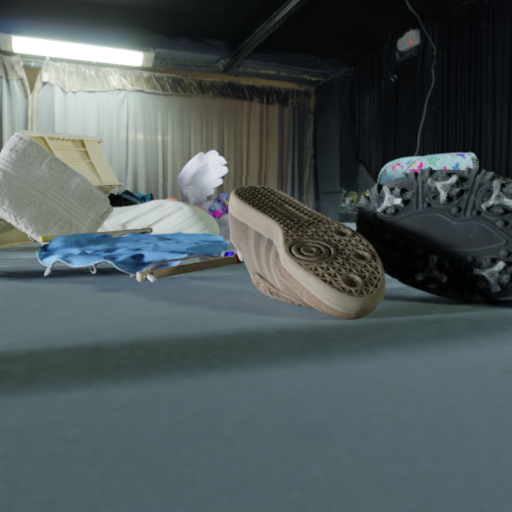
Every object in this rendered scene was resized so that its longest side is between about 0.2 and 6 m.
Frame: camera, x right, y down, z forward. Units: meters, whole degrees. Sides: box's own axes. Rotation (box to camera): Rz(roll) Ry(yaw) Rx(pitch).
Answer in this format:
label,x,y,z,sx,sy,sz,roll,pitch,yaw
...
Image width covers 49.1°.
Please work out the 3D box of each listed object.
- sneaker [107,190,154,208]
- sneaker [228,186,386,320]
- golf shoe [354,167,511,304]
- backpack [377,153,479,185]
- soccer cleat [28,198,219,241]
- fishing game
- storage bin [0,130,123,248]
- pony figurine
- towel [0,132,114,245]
label,x,y,z,sx,sy,sz,roll,pitch,yaw
sneaker,-2.987,-0.732,11.342,1.092,1.222,2.982,2,5,19
sneaker,0.365,0.076,4.679,0.719,0.771,2.042,-10,31,-21
golf shoe,2.331,-0.060,4.832,2.929,1.139,1.384,8,-5,27
backpack,4.131,-1.396,13.606,2.461,2.185,1.853,-2,-9,14
soccer cleat,-2.196,-0.383,9.312,3.113,1.079,1.207,7,35,5
fishing game,-1.399,0.013,6.540,2.234,0.485,3.120,-9,13,-39
storage bin,-4.293,-1.210,10.744,2.428,1.138,2.411,-30,-4,22
pony figurine,-1.005,-0.776,10.865,2.143,1.849,2.220,-30,-3,16
towel,-3.022,-0.816,8.009,1.754,1.162,0.302,37,-24,-15
